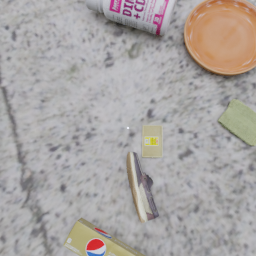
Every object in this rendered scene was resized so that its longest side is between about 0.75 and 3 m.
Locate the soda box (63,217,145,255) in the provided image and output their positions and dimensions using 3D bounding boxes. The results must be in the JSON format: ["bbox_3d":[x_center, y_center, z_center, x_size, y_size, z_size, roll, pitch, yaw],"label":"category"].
[{"bbox_3d":[-0.547,3.580,8.039,2.476,0.839,0.793,28,80,5],"label":"soda box"}]

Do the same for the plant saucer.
[{"bbox_3d":[3.300,-3.092,9.531,2.871,0.537,2.871,0,78,0],"label":"plant saucer"}]

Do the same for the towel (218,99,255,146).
[{"bbox_3d":[3.740,-0.175,9.088,1.443,0.263,1.070,36,82,6],"label":"towel"}]

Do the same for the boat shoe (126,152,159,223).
[{"bbox_3d":[0.438,1.737,8.491,0.691,0.767,2.131,-10,78,-12],"label":"boat shoe"}]

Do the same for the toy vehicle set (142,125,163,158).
[{"bbox_3d":[0.782,0.433,9.025,0.653,0.139,1.051,2,79,0],"label":"toy vehicle set"}]

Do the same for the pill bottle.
[{"bbox_3d":[0.136,-4.192,9.216,2.780,1.576,1.576,18,79,4],"label":"pill bottle"}]
